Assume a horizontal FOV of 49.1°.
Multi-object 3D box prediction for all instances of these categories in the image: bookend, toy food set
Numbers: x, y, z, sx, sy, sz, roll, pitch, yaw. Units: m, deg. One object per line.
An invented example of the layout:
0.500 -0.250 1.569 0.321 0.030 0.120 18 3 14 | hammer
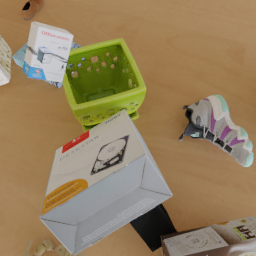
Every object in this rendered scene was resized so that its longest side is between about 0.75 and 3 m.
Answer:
0.329 1.786 6.991 0.774 1.670 1.681 -32 21 3 | bookend
-1.833 3.185 6.765 1.348 0.212 0.857 16 63 0 | toy food set

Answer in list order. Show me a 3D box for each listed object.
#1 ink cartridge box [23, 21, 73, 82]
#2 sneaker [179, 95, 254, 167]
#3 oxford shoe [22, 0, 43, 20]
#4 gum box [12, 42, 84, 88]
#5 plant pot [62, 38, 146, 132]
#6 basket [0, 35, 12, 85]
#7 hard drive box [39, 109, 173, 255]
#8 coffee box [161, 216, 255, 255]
-1.534 -1.430 5.352 0.705 0.963 0.414 2 28 -38 | ink cartridge box
2.303 0.218 7.993 1.685 0.936 2.408 -16 54 -6 | sneaker
-3.686 -4.779 10.850 0.464 0.463 1.300 15 61 9 | oxford shoe
-2.645 -2.455 9.617 1.929 0.430 1.639 29 66 15 | gum box
-0.744 -1.086 8.101 2.001 1.825 2.011 -17 63 -8 | plant pot
-5.013 -2.164 8.619 2.372 1.608 1.463 -11 57 7 | basket
-0.561 0.934 6.251 2.221 1.094 2.849 -32 21 2 | hard drive box
1.962 2.906 6.179 2.242 0.894 1.282 -9 101 -5 | coffee box
